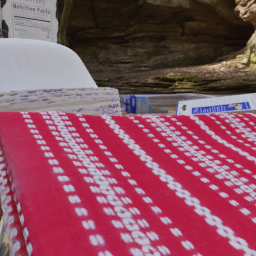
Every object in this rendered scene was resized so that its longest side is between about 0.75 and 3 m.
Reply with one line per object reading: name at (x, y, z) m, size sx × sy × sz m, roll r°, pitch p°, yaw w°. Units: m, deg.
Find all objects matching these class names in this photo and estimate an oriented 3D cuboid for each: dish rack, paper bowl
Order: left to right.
paper bowl at (-1.219, -0.125, 2.825) m, size 2.309 × 1.201 × 2.309 m, roll -8°, pitch 5°, yaw 1°
dish rack at (1.998, -0.727, 9.303) m, size 2.159 × 0.548 × 2.515 m, roll 3°, pitch 3°, yaw -33°

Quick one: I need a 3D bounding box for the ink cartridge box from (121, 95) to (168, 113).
ink cartridge box at (0.583, -1.009, 11.681) m, size 1.915 × 0.731 × 1.307 m, roll -4°, pitch 8°, yaw -12°

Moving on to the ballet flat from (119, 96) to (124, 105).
ballet flat at (-1.102, -1.456, 15.708) m, size 1.822 × 0.618 × 0.659 m, roll -7°, pitch -9°, yaw -21°

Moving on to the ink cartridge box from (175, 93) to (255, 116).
ink cartridge box at (2.379, -0.474, 7.260) m, size 2.208 × 0.410 × 1.046 m, roll -3°, pitch 27°, yaw 15°

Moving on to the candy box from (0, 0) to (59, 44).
candy box at (-2.031, -0.948, 4.940) m, size 0.881 × 2.463 × 2.066 m, roll -7°, pitch 10°, yaw -39°

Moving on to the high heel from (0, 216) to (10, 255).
high heel at (0.076, 0.437, 1.643) m, size 1.229 × 0.616 × 1.725 m, roll -6°, pitch -1°, yaw 1°

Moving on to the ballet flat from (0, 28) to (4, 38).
ballet flat at (-2.817, -0.768, 3.425) m, size 2.789 × 0.939 × 0.646 m, roll -17°, pitch 1°, yaw 6°

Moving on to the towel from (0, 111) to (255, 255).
towel at (1.047, 0.318, 1.305) m, size 2.926 × 0.329 × 2.116 m, roll -2°, pitch 24°, yaw -30°

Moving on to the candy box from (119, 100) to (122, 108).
candy box at (-1.148, -0.766, 9.450) m, size 1.515 × 0.678 × 2.222 m, roll 7°, pitch 7°, yaw -11°
